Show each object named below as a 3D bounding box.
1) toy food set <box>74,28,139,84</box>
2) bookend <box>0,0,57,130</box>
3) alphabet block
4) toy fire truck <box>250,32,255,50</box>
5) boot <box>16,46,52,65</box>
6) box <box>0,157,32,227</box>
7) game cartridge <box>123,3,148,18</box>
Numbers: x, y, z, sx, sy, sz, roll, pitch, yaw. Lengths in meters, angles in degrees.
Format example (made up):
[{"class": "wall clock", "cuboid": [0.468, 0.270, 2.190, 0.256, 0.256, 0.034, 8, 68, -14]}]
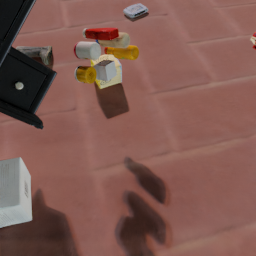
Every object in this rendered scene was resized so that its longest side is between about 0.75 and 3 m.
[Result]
[{"class": "toy food set", "cuboid": [-0.779, -1.977, 7.330, 1.062, 1.127, 2.361, 13, 39, 31]}, {"class": "bookend", "cuboid": [-2.720, -1.866, 6.361, 1.308, 2.840, 2.823, 29, 90, 53]}, {"class": "alphabet block", "cuboid": [-0.750, -1.993, 9.746, 0.839, 0.819, 0.824, -19, 52, -16]}, {"class": "toy fire truck", "cuboid": [4.224, -2.794, 9.010, 0.778, 0.269, 1.103, 3, 40, -16]}, {"class": "boot", "cuboid": [-3.590, -2.770, 10.571, 1.330, 0.482, 1.209, 2, 37, -7]}, {"class": "box", "cuboid": [-3.486, 1.664, 6.689, 2.085, 1.016, 1.297, -10, 53, -8]}, {"class": "game cartridge", "cuboid": [0.330, -5.401, 12.856, 1.026, 0.213, 0.683, -31, 53, -22]}]
